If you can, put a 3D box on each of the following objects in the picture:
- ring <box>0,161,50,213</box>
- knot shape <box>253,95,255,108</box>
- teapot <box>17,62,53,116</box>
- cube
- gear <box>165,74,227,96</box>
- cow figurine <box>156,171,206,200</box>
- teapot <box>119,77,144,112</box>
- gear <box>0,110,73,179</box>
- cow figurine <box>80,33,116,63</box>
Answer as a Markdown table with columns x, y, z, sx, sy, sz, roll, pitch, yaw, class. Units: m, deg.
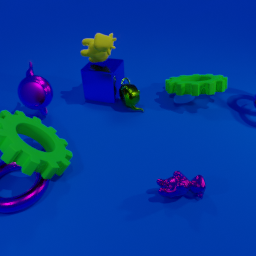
| x | y | z | sx | sy | sz | roll | pitch | yaw | class |
| --- | --- | --- | --- | --- | --- | --- | --- | --- | --- |
| -2.682 | 1.287 | 6.623 | 1.619 | 0.324 | 1.619 | 0 | 38 | 0 | ring |
| 4.773 | -1.064 | 8.707 | 1.747 | 0.863 | 1.867 | 11 | 57 | -16 | knot shape |
| -2.760 | -1.149 | 8.451 | 1.038 | 1.670 | 0.818 | -13 | 17 | 3 | teapot |
| -0.806 | -1.629 | 9.443 | 1.113 | 1.113 | 1.113 | 9 | 38 | 16 | cube |
| 2.259 | -1.469 | 9.367 | 1.971 | 0.364 | 1.971 | -4 | 19 | 1 | gear |
| 1.254 | 1.356 | 6.429 | 1.001 | 0.985 | 0.550 | -27 | 48 | 25 | cow figurine |
| 0.110 | -1.038 | 9.077 | 0.640 | 0.813 | 1.307 | -21 | 82 | -14 | teapot |
| -2.303 | 0.358 | 6.750 | 2.013 | 0.372 | 2.013 | 36 | 15 | -11 | gear |
| -0.819 | -2.413 | 8.552 | 1.233 | 1.253 | 0.688 | 4 | 82 | 20 | cow figurine |
